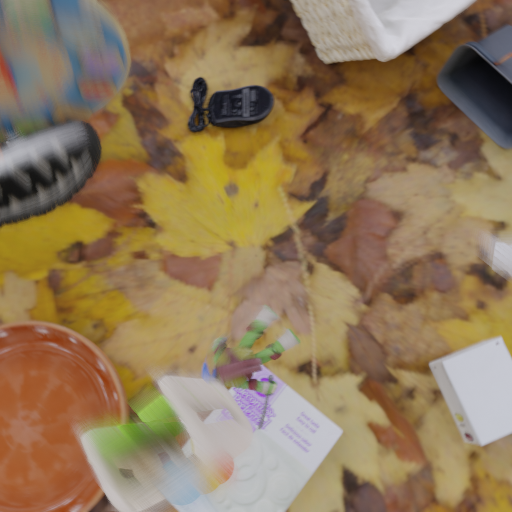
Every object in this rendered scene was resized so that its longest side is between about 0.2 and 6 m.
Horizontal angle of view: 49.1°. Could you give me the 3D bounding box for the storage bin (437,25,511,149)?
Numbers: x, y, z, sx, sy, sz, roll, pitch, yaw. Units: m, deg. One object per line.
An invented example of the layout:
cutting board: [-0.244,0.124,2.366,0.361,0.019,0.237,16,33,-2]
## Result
storage bin: [3.733,-2.629,8.253,1.077,1.167,1.603,-39,79,-19]

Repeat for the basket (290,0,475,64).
basket: [1.726,-4.326,7.707,2.493,2.005,2.470,-37,113,-7]

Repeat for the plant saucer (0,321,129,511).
plant saucer: [-3.017,2.237,7.311,2.735,0.441,2.735,0,75,1]

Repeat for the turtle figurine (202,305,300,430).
turtle figurine: [-0.060,1.112,6.092,1.066,1.100,0.791,-44,43,1]

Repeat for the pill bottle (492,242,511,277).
pill bottle: [2.917,0.047,5.930,0.744,0.413,0.413,8,75,24]

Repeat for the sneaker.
sneaker: [-3.189,-0.833,6.202,2.983,1.100,1.193,-30,68,-10]

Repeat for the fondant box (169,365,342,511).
fondant box: [-0.098,2.563,7.147,1.453,0.587,2.015,38,78,9]

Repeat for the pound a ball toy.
pound a ball toy: [-0.772,1.789,4.887,1.311,2.010,0.854,-36,72,0]

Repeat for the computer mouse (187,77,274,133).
computer mouse: [-0.355,-2.270,8.525,1.319,0.348,0.914,2,78,13]

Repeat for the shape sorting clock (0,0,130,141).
shape sorting clock: [-2.509,-1.788,5.541,2.537,2.537,0.498,-13,75,-3]

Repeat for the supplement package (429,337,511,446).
supplement package: [2.962,1.762,7.328,0.872,0.621,1.119,-21,76,-5]
